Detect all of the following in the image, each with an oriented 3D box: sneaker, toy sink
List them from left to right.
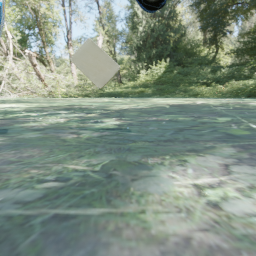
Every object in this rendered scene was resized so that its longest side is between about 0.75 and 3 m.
[{"bbox_3d":[-1.012,-2.085,9.529,1.559,1.016,0.873,44,5,11],"label":"toy sink"},{"bbox_3d":[0.001,-3.490,6.050,2.255,0.791,0.878,39,2,-12],"label":"sneaker"}]

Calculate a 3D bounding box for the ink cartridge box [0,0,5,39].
[{"bbox_3d":[-3.059,-2.656,6.363,0.453,0.769,1.335,5,38,-21],"label":"ink cartridge box"}]
